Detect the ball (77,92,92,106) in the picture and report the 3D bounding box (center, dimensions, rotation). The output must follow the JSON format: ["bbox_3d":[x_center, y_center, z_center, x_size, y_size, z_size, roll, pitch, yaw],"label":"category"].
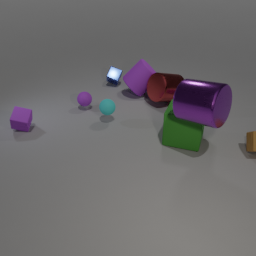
[{"bbox_3d":[-2.056,-1.374,13.258,0.700,0.700,0.700,0,29,0],"label":"ball"}]

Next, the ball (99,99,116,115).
[{"bbox_3d":[-0.883,-0.898,12.011,0.700,0.700,0.700,0,29,0],"label":"ball"}]

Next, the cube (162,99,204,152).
[{"bbox_3d":[2.183,-0.142,10.770,1.400,1.400,1.400,10,31,17],"label":"cube"}]

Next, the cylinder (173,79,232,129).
[{"bbox_3d":[2.388,-0.809,8.988,1.400,1.400,1.400,17,33,39],"label":"cylinder"}]

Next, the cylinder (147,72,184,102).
[{"bbox_3d":[1.878,-1.978,13.743,1.400,1.400,1.400,-4,27,-36],"label":"cylinder"}]

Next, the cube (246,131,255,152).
[{"bbox_3d":[4.659,0.490,9.899,0.700,0.700,0.700,2,-5,4],"label":"cube"}]

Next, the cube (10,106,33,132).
[{"bbox_3d":[-4.372,-0.364,11.503,0.700,0.700,0.700,12,56,-10],"label":"cube"}]

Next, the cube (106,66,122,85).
[{"bbox_3d":[-0.789,-2.991,16.060,0.700,0.700,0.700,22,-13,0],"label":"cube"}]

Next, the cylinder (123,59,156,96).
[{"bbox_3d":[0.688,-2.618,14.602,1.400,1.400,1.400,-42,19,18],"label":"cylinder"}]
